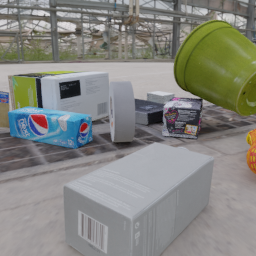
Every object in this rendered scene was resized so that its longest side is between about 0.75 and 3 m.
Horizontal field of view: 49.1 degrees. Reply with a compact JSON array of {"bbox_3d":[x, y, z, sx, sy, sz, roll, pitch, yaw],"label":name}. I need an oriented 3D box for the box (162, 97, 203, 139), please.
[{"bbox_3d":[1.830,-0.399,9.254,1.150,0.998,1.740,6,17,17],"label":"box"}]

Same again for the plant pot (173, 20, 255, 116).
[{"bbox_3d":[3.184,-1.700,8.708,2.592,2.592,2.496,-8,37,-26],"label":"plant pot"}]

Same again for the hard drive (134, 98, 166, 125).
[{"bbox_3d":[0.393,-0.713,11.116,1.789,0.561,2.652,-14,21,-38],"label":"hard drive"}]

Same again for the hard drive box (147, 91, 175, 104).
[{"bbox_3d":[1.648,-1.559,14.216,0.886,0.436,1.137,-14,21,-39],"label":"hard drive box"}]

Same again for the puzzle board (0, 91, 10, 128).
[{"bbox_3d":[-4.298,-0.607,8.546,0.136,1.176,1.560,-4,-3,27],"label":"puzzle board"}]

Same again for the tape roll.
[{"bbox_3d":[-0.206,-0.475,8.160,0.582,1.762,1.762,-2,16,-8],"label":"tape roll"}]

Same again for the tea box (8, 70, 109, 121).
[{"bbox_3d":[-2.524,-1.194,10.556,2.627,1.784,2.671,12,20,35],"label":"tea box"}]

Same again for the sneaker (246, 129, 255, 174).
[{"bbox_3d":[3.231,0.481,6.583,1.064,1.006,2.757,0,10,39],"label":"sneaker"}]

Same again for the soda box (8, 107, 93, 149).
[{"bbox_3d":[-2.365,-0.066,8.464,2.567,0.824,0.871,8,18,26],"label":"soda box"}]

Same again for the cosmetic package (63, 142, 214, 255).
[{"bbox_3d":[0.290,1.057,4.370,1.255,1.059,2.349,14,19,38],"label":"cosmetic package"}]
